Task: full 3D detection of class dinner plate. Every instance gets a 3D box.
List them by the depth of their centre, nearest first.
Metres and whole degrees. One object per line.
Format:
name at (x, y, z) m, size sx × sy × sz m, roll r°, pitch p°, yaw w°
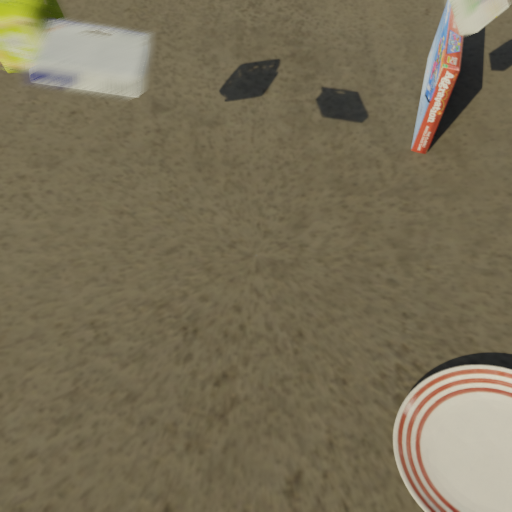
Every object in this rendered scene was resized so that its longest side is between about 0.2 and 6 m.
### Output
dinner plate at (3.338, 2.754, 7.826) m, size 2.779 × 0.337 × 2.779 m, roll -6°, pitch 42°, yaw 6°

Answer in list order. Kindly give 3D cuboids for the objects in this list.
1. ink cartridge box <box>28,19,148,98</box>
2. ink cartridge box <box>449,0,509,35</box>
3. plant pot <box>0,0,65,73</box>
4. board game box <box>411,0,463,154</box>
ink cartridge box at (-1.883, -2.295, 6.484) m, size 1.199 × 0.244 × 1.201 m, roll 6°, pitch 44°, yaw -9°
ink cartridge box at (3.965, -4.470, 9.936) m, size 0.925 × 0.672 × 0.405 m, roll -39°, pitch 28°, yaw -17°
plant pot at (-3.448, -3.331, 8.383) m, size 0.971 × 0.967 × 0.881 m, roll -9°, pitch 40°, yaw 11°
board game box at (4.344, -4.519, 13.140) m, size 0.408 × 2.158 × 4.192 m, roll 15°, pitch 51°, yaw 8°
